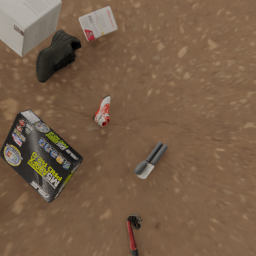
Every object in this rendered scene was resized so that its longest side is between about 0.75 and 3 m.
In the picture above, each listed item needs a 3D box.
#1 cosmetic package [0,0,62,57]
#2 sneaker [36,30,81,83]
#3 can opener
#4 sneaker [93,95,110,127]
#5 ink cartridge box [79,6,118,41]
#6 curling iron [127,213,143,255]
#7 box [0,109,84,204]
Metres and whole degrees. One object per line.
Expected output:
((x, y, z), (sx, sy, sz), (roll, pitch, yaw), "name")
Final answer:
((-2.476, -2.687, 6.701), (1.085, 1.086, 1.316), (40, 59, -4), "cosmetic package")
((-1.976, -2.034, 8.024), (0.843, 0.705, 1.857), (21, 67, 8), "sneaker")
((0.611, 0.808, 7.173), (0.305, 0.385, 1.158), (29, 62, 27), "can opener")
((-0.594, -0.437, 7.530), (0.444, 0.277, 0.829), (43, 112, 28), "sneaker")
((-0.897, -3.122, 8.404), (0.967, 0.414, 0.714), (-23, 112, -6), "ink cartridge box")
((0.192, 2.766, 6.556), (0.370, 0.191, 1.492), (-14, 67, 23), "curling iron")
((-2.087, 0.673, 6.599), (1.798, 0.398, 1.441), (41, 117, 8), "box")
